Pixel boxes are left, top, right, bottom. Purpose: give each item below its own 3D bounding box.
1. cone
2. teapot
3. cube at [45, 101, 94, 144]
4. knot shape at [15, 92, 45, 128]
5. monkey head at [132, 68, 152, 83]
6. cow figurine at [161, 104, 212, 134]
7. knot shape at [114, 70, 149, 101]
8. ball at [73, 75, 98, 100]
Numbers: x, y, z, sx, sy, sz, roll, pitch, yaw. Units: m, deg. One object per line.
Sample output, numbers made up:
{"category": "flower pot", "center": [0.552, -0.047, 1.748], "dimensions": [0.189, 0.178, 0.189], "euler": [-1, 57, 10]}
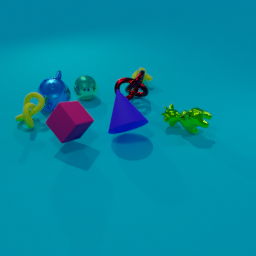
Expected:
{"category": "cone", "center": [-0.144, -0.560, 7.838], "dimensions": [1.163, 1.163, 1.167], "euler": [-13, 80, -17]}
{"category": "teapot", "center": [-2.472, -1.141, 9.206], "dimensions": [1.114, 0.877, 1.791], "euler": [11, 62, 0]}
{"category": "cube", "center": [-1.529, -0.171, 7.390], "dimensions": [0.764, 0.764, 0.764], "euler": [49, 27, 12]}
{"category": "knot shape", "center": [-3.018, -0.478, 8.509], "dimensions": [0.518, 1.049, 1.121], "euler": [27, 55, -29]}
{"category": "monkey head", "center": [0.528, -1.894, 10.705], "dimensions": [0.740, 0.620, 1.028], "euler": [35, 51, 8]}
{"category": "cow figurine", "center": [1.645, -0.325, 8.108], "dimensions": [1.198, 1.218, 0.668], "euler": [30, 67, -8]}
{"category": "knot shape", "center": [0.225, -1.448, 9.429], "dimensions": [1.253, 1.172, 0.579], "euler": [0, 49, -38]}
{"category": "ball", "center": [-1.473, -1.402, 9.742], "dimensions": [0.862, 0.862, 0.862], "euler": [0, 36, 0]}
